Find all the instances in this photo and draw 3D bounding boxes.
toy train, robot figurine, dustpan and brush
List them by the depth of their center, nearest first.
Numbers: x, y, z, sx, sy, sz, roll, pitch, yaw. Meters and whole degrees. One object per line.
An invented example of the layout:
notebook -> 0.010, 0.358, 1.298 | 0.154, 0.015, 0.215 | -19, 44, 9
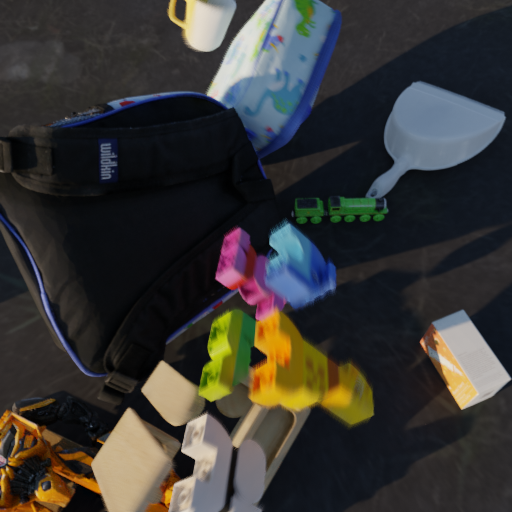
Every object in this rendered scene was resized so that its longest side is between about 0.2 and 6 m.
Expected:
robot figurine -> -2.306, 3.038, 7.018 | 3.131, 0.911, 2.270 | 23, 59, 7
toy train -> 1.492, -0.838, 9.900 | 1.724, 0.486, 0.360 | -2, 57, -1
dustpan and brush -> 3.030, -2.068, 10.626 | 2.083, 0.854, 2.984 | 33, 56, 29

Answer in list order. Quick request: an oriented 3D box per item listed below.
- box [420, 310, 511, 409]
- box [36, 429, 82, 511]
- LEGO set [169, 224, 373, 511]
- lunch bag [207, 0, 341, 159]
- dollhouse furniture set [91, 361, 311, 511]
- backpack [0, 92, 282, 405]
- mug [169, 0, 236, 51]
box -> 3.034, 1.520, 8.225 | 0.571, 0.728, 1.171 | -19, 59, -12
box -> -3.154, 2.943, 7.646 | 1.465, 0.156, 1.198 | 20, 59, 12
LEGO set -> 0.383, 1.085, 5.916 | 1.456, 1.353, 3.547 | 38, 37, -25
lunch bag -> 0.018, -2.760, 9.431 | 1.287, 3.121, 2.509 | 27, 73, -18
dollhouse furniture set -> -0.330, 2.260, 6.399 | 2.060, 1.679, 1.959 | 37, 77, -20
backpack -> -1.604, -0.529, 7.973 | 3.581, 3.760, 2.896 | -26, 23, -21
mug -> -0.932, -4.212, 9.972 | 0.841, 0.862, 1.051 | -21, 58, -37
